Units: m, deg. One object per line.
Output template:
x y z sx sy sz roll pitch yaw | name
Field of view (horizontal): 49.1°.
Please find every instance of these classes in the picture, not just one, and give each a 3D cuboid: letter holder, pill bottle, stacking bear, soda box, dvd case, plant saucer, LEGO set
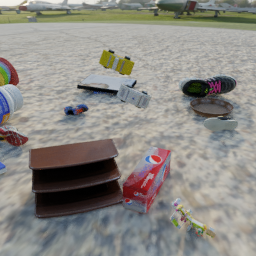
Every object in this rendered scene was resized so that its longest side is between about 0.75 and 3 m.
-1.241 1.187 6.830 2.123 1.068 1.509 -7 29 -14 | letter holder
-5.146 -0.706 10.172 1.467 1.467 2.618 13 29 24 | pill bottle
-6.547 -2.206 13.280 1.720 1.610 2.832 -1 31 -1 | stacking bear
0.535 1.236 7.121 0.629 0.694 1.982 11 28 20 | soda box
-1.028 -2.247 14.325 2.641 0.232 1.884 10 29 12 | dvd case
3.471 -0.833 11.743 1.786 0.308 1.786 1 27 0 | plant saucer
1.287 2.018 5.916 1.086 0.500 0.404 42 59 15 | LEGO set

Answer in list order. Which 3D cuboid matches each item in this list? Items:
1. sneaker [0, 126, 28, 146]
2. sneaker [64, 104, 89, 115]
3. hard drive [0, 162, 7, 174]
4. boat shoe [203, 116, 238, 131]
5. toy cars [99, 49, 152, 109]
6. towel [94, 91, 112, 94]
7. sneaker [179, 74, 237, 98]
-3.863 0.173 9.427 1.434 0.558 0.589 16 29 28 | sneaker
-2.115 -0.693 11.461 1.023 0.385 0.401 -11 34 -2 | sneaker
-4.537 1.295 7.491 1.321 0.254 2.002 20 33 35 | hard drive
3.332 -0.206 10.259 1.357 0.501 0.409 -2 26 -12 | boat shoe
-0.104 -1.640 9.724 1.127 2.514 0.557 -25 15 14 | toy cars
-1.016 -1.969 14.177 1.457 0.174 1.055 -2 27 -4 | towel
3.732 -1.882 13.146 2.672 0.986 1.169 1 27 10 | sneaker
